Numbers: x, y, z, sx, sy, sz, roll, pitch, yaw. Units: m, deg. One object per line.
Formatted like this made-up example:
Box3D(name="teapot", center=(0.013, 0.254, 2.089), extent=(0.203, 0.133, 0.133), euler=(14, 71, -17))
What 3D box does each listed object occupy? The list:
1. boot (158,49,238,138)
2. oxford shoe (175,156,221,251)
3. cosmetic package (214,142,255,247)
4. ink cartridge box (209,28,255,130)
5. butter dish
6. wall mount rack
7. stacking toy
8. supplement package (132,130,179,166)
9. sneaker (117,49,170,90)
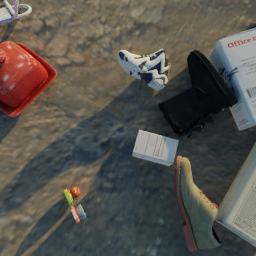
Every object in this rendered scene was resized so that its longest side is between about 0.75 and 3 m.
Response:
Box3D(name="boot", center=(1.684, -0.941, 7.746), extent=(1.821, 0.822, 2.222), euler=(-32, 61, 9))
Box3D(name="oxford shoe", center=(1.697, 1.796, 6.845), extent=(0.902, 0.849, 2.411), euler=(-11, 100, 19))
Box3D(name="cosmetic package", center=(3.585, 1.500, 7.091), extent=(1.478, 1.044, 2.856), euler=(34, 79, 7))
Box3D(name="ink cartridge box", center=(3.574, -1.396, 7.736), extent=(1.770, 1.019, 2.425), euler=(-17, 78, -4))
Box3D(name="butter dish", center=(-3.220, -1.584, 7.514), extent=(1.852, 1.373, 1.857), euler=(38, 76, 13))
Box3D(name="wall mount rack", center=(-3.975, -3.212, 7.673), extent=(2.677, 0.998, 2.326), euler=(-26, 48, -18))
Box3D(name="stacking toy", center=(-1.300, 1.915, 7.138), extent=(0.388, 0.832, 0.919), euler=(-22, 77, -17))
Box3D(name="supplement package", center=(0.716, 0.546, 7.492), extent=(1.077, 0.653, 0.645), euler=(15, 76, 3))
Box3D(name="sneaker", center=(0.539, -1.924, 7.910), extent=(1.623, 0.648, 1.056), euler=(29, 70, -11))
